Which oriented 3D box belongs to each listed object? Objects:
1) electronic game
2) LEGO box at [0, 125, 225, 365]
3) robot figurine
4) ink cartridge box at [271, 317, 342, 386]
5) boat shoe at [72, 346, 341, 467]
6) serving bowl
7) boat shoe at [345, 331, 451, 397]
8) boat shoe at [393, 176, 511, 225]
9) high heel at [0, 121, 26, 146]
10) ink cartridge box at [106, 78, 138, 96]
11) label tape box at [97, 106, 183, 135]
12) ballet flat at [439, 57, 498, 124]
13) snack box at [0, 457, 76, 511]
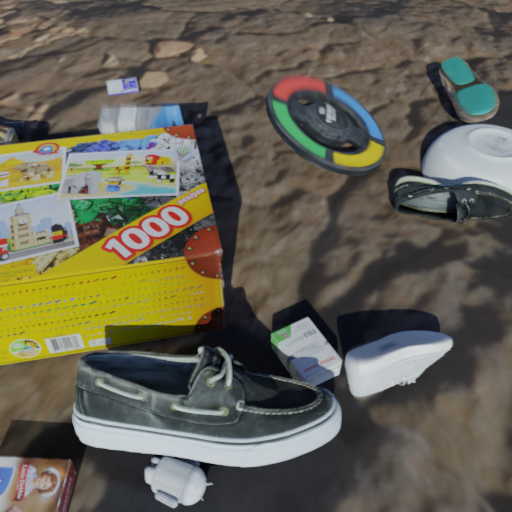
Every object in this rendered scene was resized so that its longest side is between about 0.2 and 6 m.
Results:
[{"bbox_3d":[1.360,-2.523,10.710,2.545,0.530,2.545,15,50,-18],"label":"electronic game"},{"bbox_3d":[-2.721,-0.251,8.182,4.154,1.603,3.094,-9,45,-9],"label":"LEGO box"},{"bbox_3d":[-0.874,2.505,6.244,0.733,0.414,0.622,15,38,14],"label":"robot figurine"},{"bbox_3d":[0.659,1.313,7.500,0.609,0.351,0.834,-20,48,-20],"label":"ink cartridge box"},{"bbox_3d":[-0.589,1.619,6.430,3.160,1.121,1.139,0,19,-1],"label":"boat shoe"},{"bbox_3d":[4.318,-1.782,10.353,2.332,0.767,2.332,1,44,0],"label":"serving bowl"},{"bbox_3d":[1.870,1.397,7.246,1.672,0.573,0.602,-13,17,-34],"label":"boat shoe"},{"bbox_3d":[3.309,-0.853,9.415,2.044,0.764,0.678,14,47,16],"label":"boat shoe"},{"bbox_3d":[-5.315,-2.083,10.534,1.628,0.815,2.284,-4,28,-13],"label":"high heel"},{"bbox_3d":[-3.070,-3.853,12.883,0.686,0.150,0.693,-10,43,-10],"label":"ink cartridge box"},{"bbox_3d":[-1.878,-2.024,9.436,1.301,0.938,0.412,-1,58,5],"label":"label tape box"},{"bbox_3d":[4.517,-3.324,11.836,0.826,0.816,2.425,-14,44,14],"label":"ballet flat"},{"bbox_3d":[-2.646,3.396,5.380,1.044,0.353,2.905,2,45,2],"label":"snack box"}]
